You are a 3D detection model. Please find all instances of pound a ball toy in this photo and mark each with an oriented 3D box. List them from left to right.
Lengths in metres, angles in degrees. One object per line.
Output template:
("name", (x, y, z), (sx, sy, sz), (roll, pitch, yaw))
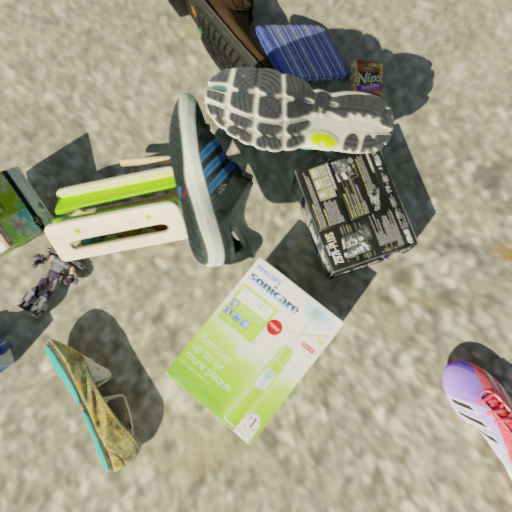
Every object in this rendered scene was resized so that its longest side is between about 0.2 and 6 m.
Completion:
("pound a ball toy", (-2.082, -0.887, 9.820), (2.670, 1.134, 1.741), (-10, 44, 6))

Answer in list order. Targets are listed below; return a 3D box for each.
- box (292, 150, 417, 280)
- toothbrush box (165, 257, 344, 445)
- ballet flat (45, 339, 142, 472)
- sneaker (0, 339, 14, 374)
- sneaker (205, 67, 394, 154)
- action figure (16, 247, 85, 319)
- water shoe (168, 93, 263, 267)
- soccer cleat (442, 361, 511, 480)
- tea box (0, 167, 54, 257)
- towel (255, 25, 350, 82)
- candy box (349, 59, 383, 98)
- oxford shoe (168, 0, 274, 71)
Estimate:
("box", (1.692, -0.757, 9.885), (1.571, 0.826, 1.919), (-19, 80, -4))
("toothbrush box", (-0.005, 1.559, 9.329), (1.774, 1.049, 2.437), (39, 80, 9))
("ballet flat", (-2.673, 2.373, 9.399), (0.860, 0.860, 2.434), (-30, 80, -5))
("sneaker", (-5.705, 1.766, 9.274), (2.783, 1.124, 1.607), (-24, 82, -3))
("sneaker", (0.645, -2.199, 9.061), (3.079, 1.226, 1.193), (10, 99, -15))
("action figure", (-3.610, 0.414, 9.868), (0.897, 0.478, 1.379), (27, 77, 11))
("water shoe", (-0.657, -1.208, 8.870), (1.125, 1.020, 2.852), (-7, 77, -21))
("soccer cleat", (4.104, 2.879, 9.103), (0.916, 1.050, 2.745), (-32, 82, -6))
("tea box", (-4.257, -0.691, 9.368), (0.790, 1.163, 1.182), (-27, 101, 32))
("towel", (0.874, -3.737, 10.373), (1.730, 0.206, 1.252), (-17, 77, -36))
("candy box", (2.066, -3.176, 10.564), (0.563, 0.272, 0.965), (6, 79, -13))
("oxford shoe", (-0.498, -4.549, 10.397), (1.468, 1.264, 3.479), (-31, 82, -10))
